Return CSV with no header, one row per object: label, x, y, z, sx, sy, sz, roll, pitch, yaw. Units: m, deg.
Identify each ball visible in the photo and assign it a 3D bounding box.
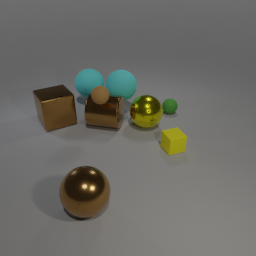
ball,-1.183,1.750,7.755,1.400,1.400,1.400,0,31,0
ball,-1.865,-2.166,13.612,1.400,1.400,1.400,0,31,0
ball,1.958,-1.022,13.054,0.700,0.700,0.700,0,31,0
ball,-1.061,-1.256,10.664,0.700,0.700,0.700,0,31,0
ball,-0.308,-1.901,12.596,1.400,1.400,1.400,0,31,0
ball,0.773,-0.697,11.813,1.400,1.400,1.400,0,31,0

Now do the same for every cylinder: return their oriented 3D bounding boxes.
cylinder,-0.956,-0.740,11.915,1.400,1.400,1.400,7,31,11

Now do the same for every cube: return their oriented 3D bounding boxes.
cube,-3.160,-0.911,12.161,1.400,1.400,1.400,-17,33,-25
cube,1.700,0.493,10.498,0.700,0.700,0.700,-12,35,-20
